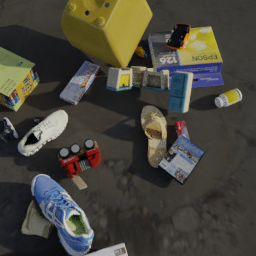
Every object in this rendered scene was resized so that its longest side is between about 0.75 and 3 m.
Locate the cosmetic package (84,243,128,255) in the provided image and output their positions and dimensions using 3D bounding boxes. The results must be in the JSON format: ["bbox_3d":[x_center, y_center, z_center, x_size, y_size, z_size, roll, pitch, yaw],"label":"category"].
[{"bbox_3d":[-0.509,4.033,7.707,1.221,1.481,1.222,-16,63,-8],"label":"cosmetic package"}]

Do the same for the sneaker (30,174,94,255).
[{"bbox_3d":[-1.953,2.482,8.605,2.862,1.103,1.084,47,44,16],"label":"sneaker"}]

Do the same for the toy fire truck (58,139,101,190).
[{"bbox_3d":[-1.534,1.290,9.571,1.386,1.013,1.575,-19,74,-11],"label":"toy fire truck"}]

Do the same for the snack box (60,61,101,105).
[{"bbox_3d":[-1.950,-1.903,11.613,0.738,0.250,2.052,24,64,12],"label":"snack box"}]

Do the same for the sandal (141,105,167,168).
[{"bbox_3d":[1.017,0.070,10.203,0.955,0.857,2.606,-3,62,-2],"label":"sandal"}]

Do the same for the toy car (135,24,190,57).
[{"bbox_3d":[1.496,-3.660,11.921,2.398,0.798,1.176,2,73,28],"label":"toy car"}]

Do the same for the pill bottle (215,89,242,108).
[{"bbox_3d":[3.943,-1.158,11.054,0.949,0.534,0.534,-22,64,-11],"label":"pill bottle"}]

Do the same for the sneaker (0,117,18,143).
[{"bbox_3d":[-4.576,0.077,10.466,0.578,0.383,1.016,-32,69,-18],"label":"sneaker"}]

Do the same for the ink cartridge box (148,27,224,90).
[{"bbox_3d":[2.472,-3.042,12.027,2.834,0.674,2.868,-6,60,-3],"label":"ink cartridge box"}]

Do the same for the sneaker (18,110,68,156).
[{"bbox_3d":[-3.019,0.127,10.100,0.812,0.875,2.160,43,70,1],"label":"sneaker"}]

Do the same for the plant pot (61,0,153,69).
[{"bbox_3d":[-0.910,-4.169,10.466,2.687,2.749,2.670,28,93,7],"label":"plant pot"}]

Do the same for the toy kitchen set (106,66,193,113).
[{"bbox_3d":[0.778,-1.397,10.383,2.509,1.478,2.010,15,20,32],"label":"toy kitchen set"}]

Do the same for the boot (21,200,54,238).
[{"bbox_3d":[-2.773,2.843,8.953,0.920,0.431,1.184,10,62,5],"label":"boot"}]

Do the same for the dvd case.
[{"bbox_3d":[1.875,1.084,9.747,1.077,0.132,1.509,37,69,8],"label":"dvd case"}]

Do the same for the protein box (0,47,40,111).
[{"bbox_3d":[-4.761,-1.932,10.988,1.741,1.175,1.728,26,65,5],"label":"protein box"}]

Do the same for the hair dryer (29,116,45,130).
[{"bbox_3d":[-3.323,-0.104,10.722,0.782,0.212,0.595,15,80,12],"label":"hair dryer"}]

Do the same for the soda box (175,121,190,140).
[{"bbox_3d":[2.032,0.247,10.418,0.347,0.314,0.991,-6,61,-5],"label":"soda box"}]
